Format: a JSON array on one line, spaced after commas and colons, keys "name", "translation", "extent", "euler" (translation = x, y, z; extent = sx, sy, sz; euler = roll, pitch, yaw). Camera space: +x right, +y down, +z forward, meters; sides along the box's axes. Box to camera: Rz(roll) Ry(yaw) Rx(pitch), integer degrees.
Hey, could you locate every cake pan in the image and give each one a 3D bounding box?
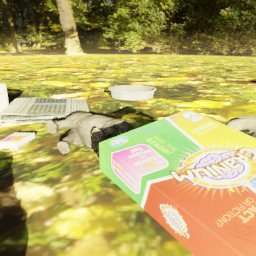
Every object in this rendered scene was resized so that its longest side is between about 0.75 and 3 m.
[{"name": "cake pan", "translation": [0.190, -1.608, 12.675], "extent": [2.156, 0.395, 2.156], "euler": [0, 16, 0]}]

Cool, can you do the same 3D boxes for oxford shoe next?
[{"name": "oxford shoe", "translation": [2.807, 0.313, 6.011], "extent": [0.904, 0.867, 2.449], "euler": [-10, 19, -19]}]

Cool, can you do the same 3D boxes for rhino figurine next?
[{"name": "rhino figurine", "translation": [-0.361, 0.203, 6.372], "extent": [2.840, 0.849, 1.242], "euler": [10, 20, 24]}]

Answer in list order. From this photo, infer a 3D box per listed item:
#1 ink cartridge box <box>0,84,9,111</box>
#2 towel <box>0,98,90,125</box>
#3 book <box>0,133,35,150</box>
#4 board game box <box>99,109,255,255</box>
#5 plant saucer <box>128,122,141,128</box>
[{"name": "ink cartridge box", "translation": [-5.772, -1.051, 10.020], "extent": [2.276, 0.996, 1.654], "euler": [4, 19, 17]}, {"name": "towel", "translation": [-2.760, -0.582, 9.664], "extent": [2.763, 0.496, 2.870], "euler": [0, 15, -11]}, {"name": "book", "translation": [-2.843, 0.305, 7.104], "extent": [0.588, 0.212, 0.880], "euler": [1, 17, 11]}, {"name": "board game box", "translation": [1.190, 0.684, 4.061], "extent": [2.105, 0.555, 2.751], "euler": [-21, 35, -32]}, {"name": "plant saucer", "translation": [-0.227, 0.076, 7.762], "extent": [1.464, 0.228, 1.464], "euler": [-1, 18, 0]}]
